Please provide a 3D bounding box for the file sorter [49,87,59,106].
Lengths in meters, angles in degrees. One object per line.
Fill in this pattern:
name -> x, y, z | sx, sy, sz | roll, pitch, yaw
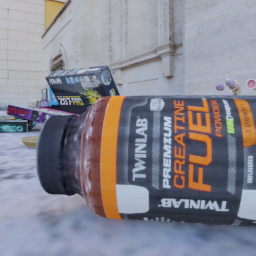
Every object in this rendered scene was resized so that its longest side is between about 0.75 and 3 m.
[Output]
file sorter -> -3.112, -1.796, 14.301 | 1.815, 1.605, 2.616 | -5, -2, -18

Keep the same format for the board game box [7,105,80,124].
board game box -> -2.238, -0.329, 8.956 | 2.844, 0.459, 1.707 | 12, 1, 29

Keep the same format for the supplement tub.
supplement tub -> 0.264, 0.218, 2.055 | 1.724, 0.922, 0.922 | 0, 5, 7

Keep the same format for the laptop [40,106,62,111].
laptop -> -3.044, -0.294, 13.165 | 2.362, 1.376, 2.665 | -6, 33, -45

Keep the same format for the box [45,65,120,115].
box -> -1.382, -0.973, 9.507 | 2.636, 2.125, 0.647 | 5, 37, 39

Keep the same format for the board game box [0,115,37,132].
board game box -> -4.370, -0.184, 9.806 | 2.011, 0.419, 2.973 | 1, 5, -12

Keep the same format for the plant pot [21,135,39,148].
plant pot -> -1.569, 0.282, 5.865 | 1.269, 0.174, 1.269 | -1, 4, 0

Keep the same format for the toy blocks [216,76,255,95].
toy blocks -> 4.314, -1.150, 12.095 | 2.149, 2.008, 1.809 | 7, 3, 37
